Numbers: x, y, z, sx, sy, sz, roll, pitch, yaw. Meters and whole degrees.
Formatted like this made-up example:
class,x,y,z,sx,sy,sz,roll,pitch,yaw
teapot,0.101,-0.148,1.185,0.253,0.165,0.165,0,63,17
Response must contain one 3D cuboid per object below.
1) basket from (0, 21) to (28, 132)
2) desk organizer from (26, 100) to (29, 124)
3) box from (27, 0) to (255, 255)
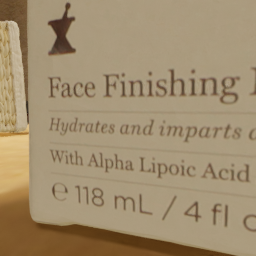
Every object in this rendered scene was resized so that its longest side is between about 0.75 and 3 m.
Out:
class,x,y,z,sx,sy,sz,roll,pitch,yaw
basket,-4.111,-1.079,6.543,2.670,2.694,2.166,2,10,32
desk organizer,-2.367,-0.220,7.397,1.459,0.562,0.523,20,34,-12
box,1.088,-0.349,2.013,2.525,1.659,2.538,2,4,23
